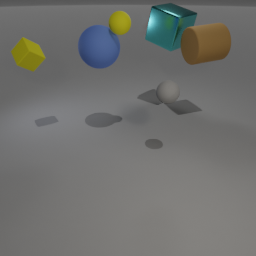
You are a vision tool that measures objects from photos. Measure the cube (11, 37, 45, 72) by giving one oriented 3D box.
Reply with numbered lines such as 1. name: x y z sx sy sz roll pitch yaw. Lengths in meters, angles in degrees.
1. cube: -3.361 -2.465 9.437 0.700 0.700 0.700 15 39 -58

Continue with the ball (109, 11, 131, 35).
1. ball: -0.252 -3.252 8.679 0.700 0.700 0.700 0 27 0

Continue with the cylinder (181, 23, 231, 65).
1. cylinder: 2.977 -3.251 10.830 1.400 1.400 1.400 -13 30 -16

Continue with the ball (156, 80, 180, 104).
1. ball: 1.189 -1.066 8.340 0.700 0.700 0.700 0 27 0

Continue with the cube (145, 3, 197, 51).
1. cube: 1.775 -4.221 11.655 1.400 1.400 1.400 34 43 26

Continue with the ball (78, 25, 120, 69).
1. ball: -0.961 -2.695 9.342 1.400 1.400 1.400 0 27 0
